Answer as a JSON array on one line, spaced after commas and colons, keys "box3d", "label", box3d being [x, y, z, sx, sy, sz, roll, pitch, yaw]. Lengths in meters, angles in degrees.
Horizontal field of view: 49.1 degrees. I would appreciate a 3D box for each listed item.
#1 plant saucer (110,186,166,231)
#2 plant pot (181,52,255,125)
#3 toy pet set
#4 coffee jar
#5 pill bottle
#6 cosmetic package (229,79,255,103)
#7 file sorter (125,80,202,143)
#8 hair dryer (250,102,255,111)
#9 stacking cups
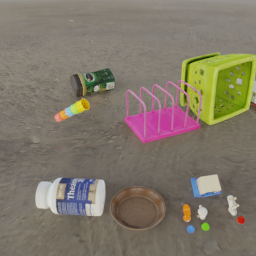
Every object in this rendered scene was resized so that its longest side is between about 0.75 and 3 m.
[{"box3d": [0.252, 2.134, 7.347, 1.445, 0.264, 1.445, 1, 34, 0], "label": "plant saucer"}, {"box3d": [3.536, -1.842, 11.563, 2.405, 2.393, 2.182, -18, 32, -25], "label": "plant pot"}, {"box3d": [2.078, 1.977, 7.444, 1.479, 0.785, 1.381, -7, 69, -5], "label": "toy pet set"}, {"box3d": [-1.677, -2.138, 13.181, 1.998, 0.852, 1.042, -14, 61, -21], "label": "coffee jar"}, {"box3d": [-1.468, 1.773, 7.291, 1.664, 0.923, 0.923, 2, 33, 3], "label": "pill bottle"}, {"box3d": [5.607, -1.781, 12.868, 0.896, 0.550, 2.170, -9, 29, -9], "label": "cosmetic package"}, {"box3d": [1.317, -0.761, 10.585, 2.430, 1.524, 1.688, -14, 35, -20], "label": "file sorter"}, {"box3d": [5.555, -0.913, 12.039, 0.741, 0.264, 0.972, 5, 22, 21], "label": "hair dryer"}, {"box3d": [-1.936, -0.571, 9.605, 1.371, 0.415, 0.415, -22, 21, 32], "label": "stacking cups"}]
